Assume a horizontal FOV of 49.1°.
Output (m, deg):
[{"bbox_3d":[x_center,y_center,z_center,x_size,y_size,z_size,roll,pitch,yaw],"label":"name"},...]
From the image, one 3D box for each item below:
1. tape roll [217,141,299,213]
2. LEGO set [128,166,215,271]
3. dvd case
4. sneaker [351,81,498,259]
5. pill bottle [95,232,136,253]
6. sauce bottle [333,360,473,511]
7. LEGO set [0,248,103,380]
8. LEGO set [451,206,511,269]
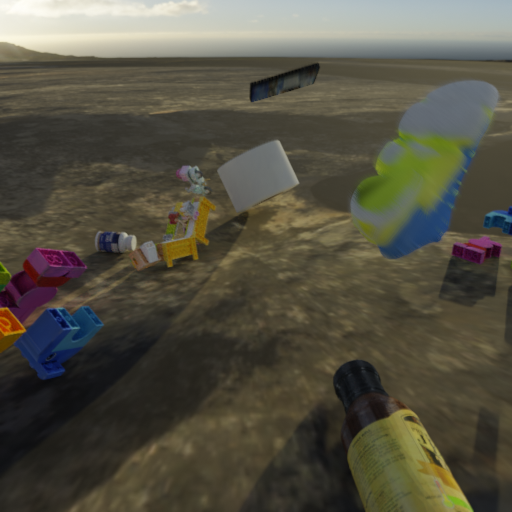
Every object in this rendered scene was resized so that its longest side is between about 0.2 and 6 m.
[{"bbox_3d":[0.041,-1.550,11.092,1.381,0.948,1.381,-25,2,1],"label":"tape roll"},{"bbox_3d":[-1.487,-0.406,9.429,0.886,1.095,2.380,-4,43,32],"label":"LEGO set"},{"bbox_3d":[0.518,-3.288,10.678,1.331,0.117,0.949,-17,-1,-1],"label":"dvd case"},{"bbox_3d":[2.589,-1.213,8.479,3.063,1.609,1.160,-46,48,-13],"label":"sneaker"},{"bbox_3d":[-2.402,-0.233,9.601,0.629,0.349,0.349,3,24,6],"label":"pill bottle"},{"bbox_3d":[1.155,1.718,4.772,0.758,0.758,2.342,-3,25,-7],"label":"sauce bottle"},{"bbox_3d":[-3.074,0.902,5.741,1.448,1.558,3.797,47,10,14],"label":"LEGO set"},{"bbox_3d":[4.550,-0.205,8.840,1.019,0.947,2.482,-22,34,-40],"label":"LEGO set"}]
